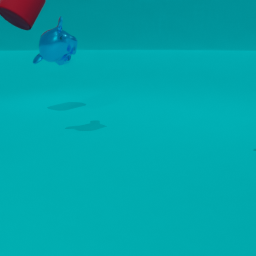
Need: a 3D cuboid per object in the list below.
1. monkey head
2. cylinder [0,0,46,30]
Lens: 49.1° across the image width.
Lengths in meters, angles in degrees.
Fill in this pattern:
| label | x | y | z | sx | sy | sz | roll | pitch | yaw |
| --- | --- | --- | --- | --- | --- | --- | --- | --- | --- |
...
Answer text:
| label | x | y | z | sx | sy | sz | roll | pitch | yaw |
| --- | --- | --- | --- | --- | --- | --- | --- | --- | --- |
| monkey head | -1.595 | -1.893 | 6.215 | 0.761 | 1.262 | 0.908 | 20 | 37 | -38 |
| cylinder | -2.987 | -3.464 | 7.891 | 0.990 | 0.990 | 0.990 | 23 | -11 | 5 |
